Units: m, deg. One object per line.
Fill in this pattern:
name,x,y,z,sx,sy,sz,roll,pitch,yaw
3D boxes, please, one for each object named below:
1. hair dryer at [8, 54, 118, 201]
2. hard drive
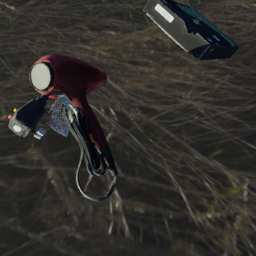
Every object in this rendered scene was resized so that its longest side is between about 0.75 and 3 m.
hair dryer,-0.944,-0.297,5.149,0.787,2.207,2.898,-18,39,26
hard drive,1.762,-2.528,7.305,1.879,0.509,2.689,47,34,14
